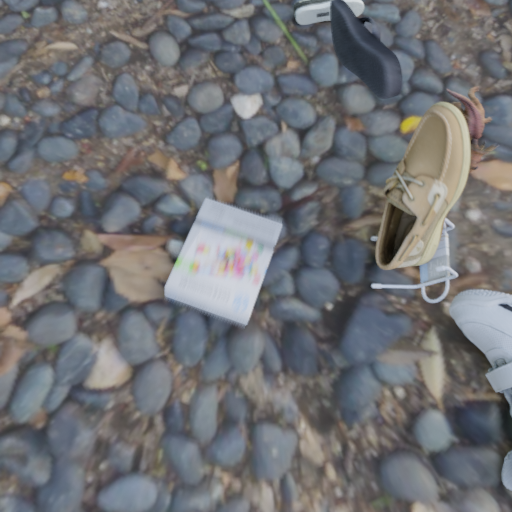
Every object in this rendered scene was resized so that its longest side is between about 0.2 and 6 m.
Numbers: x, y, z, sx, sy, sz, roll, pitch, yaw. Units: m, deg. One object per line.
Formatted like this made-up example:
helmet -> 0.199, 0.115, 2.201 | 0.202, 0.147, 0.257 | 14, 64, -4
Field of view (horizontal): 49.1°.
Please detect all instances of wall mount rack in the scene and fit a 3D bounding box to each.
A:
wall mount rack -> 2.763, 0.020, 9.796 | 0.616, 1.435, 1.652 | 27, 57, -35

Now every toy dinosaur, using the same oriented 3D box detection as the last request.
toy dinosaur -> 3.367, -2.021, 8.701 | 0.574, 1.338, 0.907 | -16, 47, 24

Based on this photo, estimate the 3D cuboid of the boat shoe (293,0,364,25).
boat shoe -> 1.642, -5.673, 12.719 | 1.582, 0.559, 0.504 | -6, 65, -1

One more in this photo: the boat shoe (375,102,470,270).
boat shoe -> 2.596, -0.994, 9.006 | 0.928, 2.876, 1.025 | -13, 35, -27

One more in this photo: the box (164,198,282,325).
box -> -0.543, 0.057, 9.808 | 1.516, 0.400, 1.945 | 19, 62, 3

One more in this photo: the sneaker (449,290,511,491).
sneaker -> 4.120, 2.206, 8.331 | 3.638, 1.367, 2.091 | 41, 68, 14

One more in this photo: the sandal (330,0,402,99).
sandal -> 1.697, -3.170, 8.587 | 0.490, 0.870, 2.287 | -18, 53, -7
